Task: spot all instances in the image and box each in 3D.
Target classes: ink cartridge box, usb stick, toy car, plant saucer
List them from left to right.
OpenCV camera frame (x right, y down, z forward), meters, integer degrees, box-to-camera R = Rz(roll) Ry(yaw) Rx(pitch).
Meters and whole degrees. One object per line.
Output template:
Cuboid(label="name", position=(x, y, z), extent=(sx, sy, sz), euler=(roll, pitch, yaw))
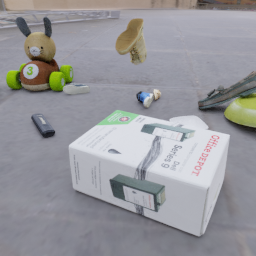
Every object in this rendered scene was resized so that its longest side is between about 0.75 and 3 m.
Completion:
Cuboid(label="toy car", position=(-3.459, -2.899, 10.786), extent=(2.126, 2.588, 2.042), euler=(3, 28, 7))
Cuboid(label="usb stick", position=(-2.443, -0.100, 8.006), extent=(0.376, 0.221, 1.354), euler=(-15, 31, -26))
Cuboid(label="ink cartridge box", position=(0.485, 0.676, 5.554), extent=(2.626, 1.104, 1.916), euler=(13, 30, 24))
Cuboid(label="plant saucer", position=(4.319, -0.638, 8.273), extent=(2.790, 0.434, 2.790), euler=(-6, 20, 2))

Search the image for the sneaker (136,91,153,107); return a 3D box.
Cuboid(label="sneaker", position=(0.505, -0.987, 9.512), extent=(0.547, 0.377, 0.983), euler=(13, 26, 12))

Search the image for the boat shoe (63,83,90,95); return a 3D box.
Cuboid(label="boat shoe", position=(-1.934, -1.488, 10.493), extent=(1.003, 0.376, 0.310), euler=(-8, 30, -19))

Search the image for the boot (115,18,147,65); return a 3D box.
Cuboid(label="boot", position=(0.139, -2.194, 7.821), extent=(0.540, 1.153, 1.484), euler=(7, 51, 18))

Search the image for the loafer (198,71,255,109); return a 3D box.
Cuboid(label="loafer", position=(3.203, -1.215, 9.015), extent=(2.072, 0.652, 0.745), euler=(-19, 10, 9))

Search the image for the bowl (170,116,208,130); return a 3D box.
Cuboid(label="bowl", position=(1.641, 0.008, 7.685), extent=(0.884, 0.330, 0.883), euler=(-6, 28, -14))

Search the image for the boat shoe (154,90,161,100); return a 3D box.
Cuboid(label="boat shoe", position=(1.060, -1.223, 10.085), extent=(0.266, 0.283, 0.768), euler=(-3, 26, 6))
